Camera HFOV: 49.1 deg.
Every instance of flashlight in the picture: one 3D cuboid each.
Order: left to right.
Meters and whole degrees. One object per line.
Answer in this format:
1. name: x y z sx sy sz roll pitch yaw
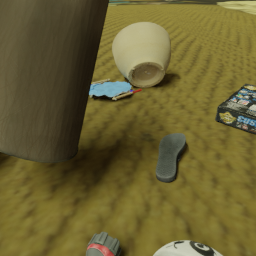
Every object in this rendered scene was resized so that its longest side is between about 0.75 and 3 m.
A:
1. flashlight: -0.643 2.357 4.155 0.562 0.564 1.659 7 31 22

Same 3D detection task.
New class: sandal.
1. sandal: 1.059 0.734 7.147 0.656 0.369 1.725 6 40 22

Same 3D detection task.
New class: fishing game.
1. fishing game: -0.729 -1.429 10.697 1.765 0.383 2.465 -22 30 -32

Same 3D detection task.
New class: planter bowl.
1. planter bowl: 0.634 -2.676 11.145 2.435 2.435 1.639 -3 57 -6

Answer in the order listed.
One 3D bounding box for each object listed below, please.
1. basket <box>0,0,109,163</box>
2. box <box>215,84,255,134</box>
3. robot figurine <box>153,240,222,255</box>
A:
1. basket: -1.579 -1.237 4.932 2.608 2.892 1.967 28 22 4
2. box: 4.494 -0.552 8.956 2.509 0.623 2.491 22 37 33
3. robot figurine: 0.427 2.388 3.163 1.809 1.503 2.408 29 41 31
